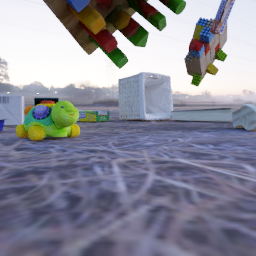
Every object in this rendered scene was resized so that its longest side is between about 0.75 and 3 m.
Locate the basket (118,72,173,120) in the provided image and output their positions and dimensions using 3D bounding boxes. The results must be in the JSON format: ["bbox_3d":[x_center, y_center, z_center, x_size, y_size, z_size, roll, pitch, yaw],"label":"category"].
[{"bbox_3d":[0.851,-1.433,13.681,2.224,2.244,1.805,-4,0,-45],"label":"basket"}]

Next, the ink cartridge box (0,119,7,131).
[{"bbox_3d":[-4.036,-0.077,7.399,1.840,0.361,0.915,1,4,35],"label":"ink cartridge box"}]

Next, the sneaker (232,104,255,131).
[{"bbox_3d":[3.651,-0.327,7.979,0.850,0.754,2.011,-4,4,5],"label":"sneaker"}]

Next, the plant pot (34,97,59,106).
[{"bbox_3d":[-3.482,-0.693,11.854,0.970,0.970,1.373,-2,-4,-20],"label":"plant pot"}]

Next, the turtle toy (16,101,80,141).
[{"bbox_3d":[-1.555,-0.172,5.761,1.117,0.775,1.533,-4,6,-45],"label":"turtle toy"}]

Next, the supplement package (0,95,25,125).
[{"bbox_3d":[-4.549,-0.692,10.650,1.103,1.089,1.819,-1,4,-18],"label":"supplement package"}]

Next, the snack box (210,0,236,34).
[{"bbox_3d":[2.298,-2.846,6.555,0.153,1.259,0.453,36,37,31],"label":"snack box"}]

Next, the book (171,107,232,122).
[{"bbox_3d":[3.443,-0.567,13.117,2.600,0.625,1.737,-1,1,16],"label":"book"}]

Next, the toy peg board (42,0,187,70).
[{"bbox_3d":[-0.058,-2.647,5.497,1.281,2.619,2.608,47,1,19],"label":"toy peg board"}]

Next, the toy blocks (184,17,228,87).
[{"bbox_3d":[2.709,-2.990,9.709,1.283,2.567,1.755,27,-14,28],"label":"toy blocks"}]

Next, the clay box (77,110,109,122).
[{"bbox_3d":[-2.046,-0.558,12.746,2.109,0.502,1.212,3,4,25],"label":"clay box"}]
